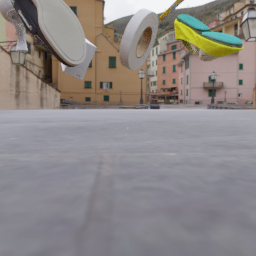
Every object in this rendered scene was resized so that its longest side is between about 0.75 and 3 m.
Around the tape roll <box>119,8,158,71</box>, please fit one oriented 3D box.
[{"bbox_3d":[0.480,-3.603,11.592,0.460,2.520,2.520,27,13,17],"label":"tape roll"}]

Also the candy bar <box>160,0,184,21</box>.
[{"bbox_3d":[1.728,-4.422,10.051,1.506,0.167,0.375,-38,-9,28],"label":"candy bar"}]

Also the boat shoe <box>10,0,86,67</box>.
[{"bbox_3d":[-1.933,-2.525,6.476,1.022,2.813,0.882,-31,-2,-42],"label":"boat shoe"}]

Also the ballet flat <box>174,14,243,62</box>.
[{"bbox_3d":[2.110,-2.366,7.755,0.885,0.888,2.649,-9,38,-24],"label":"ballet flat"}]

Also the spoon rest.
[{"bbox_3d":[-3.234,-3.071,8.222,0.879,0.536,1.770,-4,-32,-16],"label":"spoon rest"}]

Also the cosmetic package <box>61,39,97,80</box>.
[{"bbox_3d":[-1.534,-2.220,8.333,0.606,0.988,2.393,20,16,-22],"label":"cosmetic package"}]
